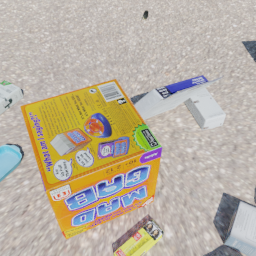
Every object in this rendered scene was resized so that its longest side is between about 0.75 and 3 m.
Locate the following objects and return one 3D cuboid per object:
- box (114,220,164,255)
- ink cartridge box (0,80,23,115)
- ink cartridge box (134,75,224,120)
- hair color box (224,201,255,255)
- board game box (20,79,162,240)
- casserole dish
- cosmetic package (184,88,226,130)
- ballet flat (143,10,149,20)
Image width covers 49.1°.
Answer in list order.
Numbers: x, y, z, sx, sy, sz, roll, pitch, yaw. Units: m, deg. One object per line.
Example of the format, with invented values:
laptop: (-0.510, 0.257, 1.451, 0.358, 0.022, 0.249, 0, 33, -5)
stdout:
box: (0.263, 2.710, 6.527, 1.212, 0.304, 0.456, -32, 56, -26)
ink cartridge box: (-4.419, -1.062, 9.784, 0.844, 0.478, 1.151, 27, 53, 22)
ink cartridge box: (1.298, -0.962, 8.251, 2.292, 2.297, 0.466, -21, 83, -39)
hair color box: (3.371, 2.614, 6.416, 1.989, 0.603, 0.984, 22, 52, 19)
board game box: (-0.890, 0.720, 6.858, 2.415, 2.416, 2.417, -19, 52, -16)
casserole dish: (-3.704, 1.114, 7.968, 0.926, 0.297, 1.528, 26, 54, 21)
cosmetic package: (2.530, -0.699, 9.415, 0.775, 0.564, 1.524, -14, 49, -12)
ballet flat: (0.883, -5.684, 14.154, 0.260, 0.222, 0.781, 36, 47, -22)
